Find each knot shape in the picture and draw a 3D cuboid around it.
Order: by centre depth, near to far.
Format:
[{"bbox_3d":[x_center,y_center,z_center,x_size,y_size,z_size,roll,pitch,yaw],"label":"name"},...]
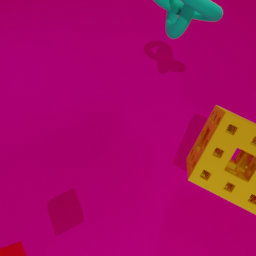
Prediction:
[{"bbox_3d":[0.942,-2.502,5.193,0.738,1.597,1.494,-38,113,-13],"label":"knot shape"}]

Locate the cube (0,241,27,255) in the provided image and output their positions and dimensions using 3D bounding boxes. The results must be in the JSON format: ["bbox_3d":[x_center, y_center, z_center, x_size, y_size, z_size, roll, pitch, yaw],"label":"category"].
[{"bbox_3d":[-1.744,2.032,3.664,0.718,0.718,0.718,-27,76,-3],"label":"cube"}]

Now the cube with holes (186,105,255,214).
[{"bbox_3d":[2.095,0.524,5.471,1.378,1.378,1.378,27,103,5],"label":"cube with holes"}]
